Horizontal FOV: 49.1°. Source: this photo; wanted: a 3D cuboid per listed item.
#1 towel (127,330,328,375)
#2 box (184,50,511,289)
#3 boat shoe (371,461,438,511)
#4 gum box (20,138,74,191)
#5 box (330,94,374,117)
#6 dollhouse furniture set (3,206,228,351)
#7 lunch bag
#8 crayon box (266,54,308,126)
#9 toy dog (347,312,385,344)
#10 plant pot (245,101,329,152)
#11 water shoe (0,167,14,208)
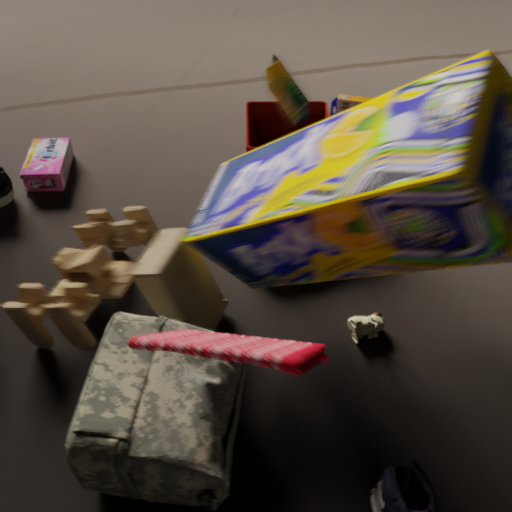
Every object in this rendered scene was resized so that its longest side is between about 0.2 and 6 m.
[{"bbox_3d":[-0.206,0.871,5.194,1.601,1.158,0.180,4,87,19],"label":"towel"},{"bbox_3d":[1.068,-0.730,7.246,4.701,1.511,1.647,-11,50,53],"label":"box"},{"bbox_3d":[1.919,3.469,6.549,0.780,0.969,2.089,-10,46,-10],"label":"boat shoe"},{"bbox_3d":[-4.586,-1.993,12.330,0.827,0.482,1.458,-2,45,-4],"label":"gum box"},{"bbox_3d":[2.496,-3.356,13.421,1.478,0.880,0.307,9,46,10],"label":"box"},{"bbox_3d":[-2.128,0.589,9.402,2.705,1.760,2.485,-2,40,28],"label":"dollhouse furniture set"},{"bbox_3d":[-1.174,2.069,7.477,1.954,1.623,2.330,5,46,7],"label":"lunch bag"},{"bbox_3d":[0.471,-2.712,9.177,0.261,0.651,1.026,-32,76,-2],"label":"crayon box"},{"bbox_3d":[1.855,1.167,9.312,0.588,0.410,0.570,-11,11,-8],"label":"toy dog"},{"bbox_3d":[0.641,-2.134,11.751,1.721,1.517,1.719,0,45,-1],"label":"plant pot"},{"bbox_3d":[-6.206,-1.283,11.302,2.387,0.942,0.853,-19,48,-18],"label":"water shoe"}]
